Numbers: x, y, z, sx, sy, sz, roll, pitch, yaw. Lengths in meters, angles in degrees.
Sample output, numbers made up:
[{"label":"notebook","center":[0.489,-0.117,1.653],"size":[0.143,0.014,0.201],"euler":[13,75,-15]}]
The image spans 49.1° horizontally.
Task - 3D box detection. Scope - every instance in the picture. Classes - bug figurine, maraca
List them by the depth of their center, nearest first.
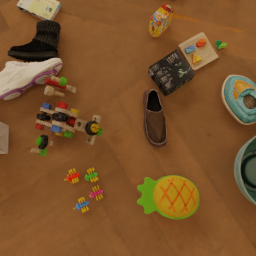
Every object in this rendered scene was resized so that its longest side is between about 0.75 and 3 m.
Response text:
[{"label":"maraca","center":[1.466,2.475,10.153],"size":[2.292,1.226,1.571],"euler":[4,63,-4]},{"label":"bug figurine","center":[-1.634,2.280,10.617],"size":[1.274,0.423,1.643],"euler":[-18,77,-9]}]

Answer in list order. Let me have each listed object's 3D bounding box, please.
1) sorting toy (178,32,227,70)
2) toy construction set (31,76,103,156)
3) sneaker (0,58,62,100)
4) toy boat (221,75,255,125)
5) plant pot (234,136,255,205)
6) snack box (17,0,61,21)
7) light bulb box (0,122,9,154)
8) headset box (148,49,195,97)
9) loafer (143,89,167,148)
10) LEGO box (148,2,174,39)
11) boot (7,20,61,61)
[{"label":"sorting toy","center":[3.164,-3.338,11.599],"size":[1.786,0.263,1.320],"euler":[-30,82,-4]},{"label":"toy construction set","center":[-2.115,-0.469,10.543],"size":[2.147,2.330,2.794],"euler":[15,59,-34]},{"label":"sneaker","center":[-4.012,-2.254,11.020],"size":[2.842,1.064,1.416],"euler":[-26,82,-4]},{"label":"toy boat","center":[4.905,-1.437,10.840],"size":[2.484,1.154,2.088],"euler":[-32,82,-5]},{"label":"plant pot","center":[5.021,1.546,9.998],"size":[2.792,1.871,2.792],"euler":[0,81,0]},{"label":"snack box","center":[-3.765,-5.196,11.882],"size":[1.597,0.296,0.928],"euler":[26,82,4]},{"label":"light bulb box","center":[-5.638,0.316,10.201],"size":[1.856,1.840,1.158],"euler":[-3,78,1]},{"label":"headset box","center":[1.757,-2.217,11.206],"size":[1.460,0.677,1.271],"euler":[-34,82,-5]},{"label":"loafer","center":[0.982,-0.419,10.824],"size":[0.880,0.855,2.409],"euler":[-11,81,-2]},{"label":"LEGO box","center":[1.311,-4.281,11.276],"size":[0.465,1.205,0.898],"euler":[43,82,6]},{"label":"boot","center":[-3.774,-3.548,11.348],"size":[2.084,0.784,1.558],"euler":[-1,86,-9]}]
